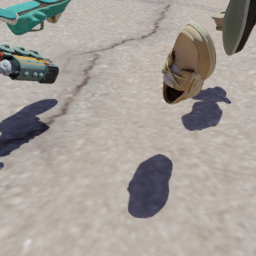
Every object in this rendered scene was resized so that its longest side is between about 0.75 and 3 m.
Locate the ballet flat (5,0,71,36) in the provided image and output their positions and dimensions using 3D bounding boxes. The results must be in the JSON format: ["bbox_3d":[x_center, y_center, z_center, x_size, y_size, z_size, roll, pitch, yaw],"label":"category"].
[{"bbox_3d":[-2.373,-3.192,7.740,0.782,0.817,2.321,30,52,21],"label":"ballet flat"}]

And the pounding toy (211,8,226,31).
[{"bbox_3d":[3.426,-3.837,8.607,1.777,1.019,1.016,-24,32,19],"label":"pounding toy"}]

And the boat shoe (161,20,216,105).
[{"bbox_3d":[1.050,-1.053,5.400,0.789,2.281,0.841,-34,69,-7],"label":"boat shoe"}]

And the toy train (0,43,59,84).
[{"bbox_3d":[-2.607,-1.578,7.124,1.012,0.757,1.776,36,20,20],"label":"toy train"}]

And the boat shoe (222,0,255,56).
[{"bbox_3d":[3.257,-3.327,7.514,0.893,2.967,1.058,-11,46,-7],"label":"boat shoe"}]

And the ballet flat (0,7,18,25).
[{"bbox_3d":[-2.662,-2.284,5.557,0.947,0.329,0.329,17,35,-13],"label":"ballet flat"}]
